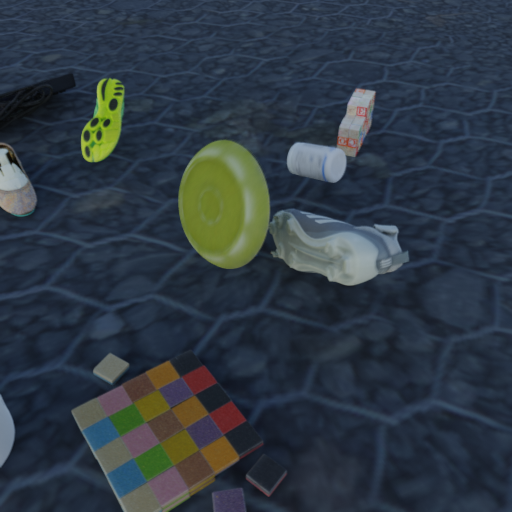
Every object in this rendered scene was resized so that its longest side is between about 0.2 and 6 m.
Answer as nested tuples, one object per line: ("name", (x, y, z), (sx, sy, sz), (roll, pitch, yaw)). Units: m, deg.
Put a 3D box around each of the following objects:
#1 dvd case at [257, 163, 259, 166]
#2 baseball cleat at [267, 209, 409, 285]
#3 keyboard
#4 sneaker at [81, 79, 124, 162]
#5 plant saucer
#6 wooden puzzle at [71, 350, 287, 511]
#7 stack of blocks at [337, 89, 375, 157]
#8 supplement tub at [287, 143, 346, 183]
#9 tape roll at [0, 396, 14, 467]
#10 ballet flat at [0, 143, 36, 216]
("dvd case", (-0.656, -1.599, 11.064), (1.346, 0.118, 0.960), (5, 42, 6))
("baseball cleat", (1.238, -0.157, 8.550), (1.427, 0.935, 2.682), (-8, 21, -22))
("keyboard", (-6.149, -2.969, 12.397), (4.534, 0.898, 2.360), (-32, 27, -29))
("sneaker", (-3.082, -2.720, 11.615), (0.725, 0.818, 1.958), (10, 66, -4))
("plant saucer", (-0.594, -0.744, 8.372), (0.301, 1.935, 1.935), (-10, 38, -44))
("wooden puzzle", (-1.074, 2.117, 6.756), (1.704, 0.202, 2.873), (-25, 47, -26))
("stack of blocks", (2.132, -2.858, 11.951), (0.427, 0.839, 1.458), (14, 44, 16))
("supplement tub", (1.114, -1.723, 10.295), (0.939, 0.619, 0.619), (20, 44, 37))
("tape roll", (-3.550, 1.971, 6.399), (1.294, 0.889, 1.294), (0, 41, 0))
("ballet flat", (-4.664, -1.509, 10.530), (0.692, 0.684, 2.033), (-21, 46, -23))
